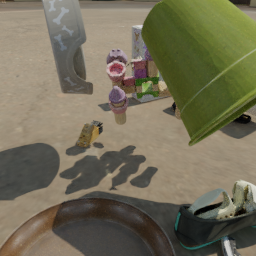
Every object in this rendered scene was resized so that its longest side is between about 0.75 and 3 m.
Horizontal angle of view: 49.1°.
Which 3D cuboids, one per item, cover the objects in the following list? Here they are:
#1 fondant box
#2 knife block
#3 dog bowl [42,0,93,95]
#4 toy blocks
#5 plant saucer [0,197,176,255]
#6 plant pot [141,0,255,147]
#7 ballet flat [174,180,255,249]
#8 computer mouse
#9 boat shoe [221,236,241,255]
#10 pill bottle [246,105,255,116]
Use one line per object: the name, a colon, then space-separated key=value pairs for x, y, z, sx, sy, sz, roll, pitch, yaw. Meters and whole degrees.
fondant box: x=1.179 y=-2.532 z=10.781 sx=1.991 sy=2.760 sz=0.804 roll=-15 pitch=32 yaw=-25
knife block: x=-1.076 y=0.195 z=8.395 sx=0.303 sy=0.831 sz=0.947 roll=12 pitch=75 yaw=23
dog bowl: x=-1.387 y=-1.891 z=6.398 sx=0.707 sy=2.411 sz=2.411 roll=-12 pitch=30 yaw=-12
toy blocks: x=0.422 y=-1.382 z=6.470 sx=1.940 sy=1.748 sz=2.076 roll=-5 pitch=59 yaw=1
plant saucer: x=-0.682 y=2.217 z=4.384 sx=2.861 sy=0.459 sz=2.861 roll=1 pitch=28 yaw=0
plant pot: x=1.359 y=-1.198 z=4.694 sx=2.253 sy=2.253 sz=2.139 roll=-24 pitch=75 yaw=-37
ballet flat: x=1.994 y=1.491 z=5.183 sx=2.467 sy=0.844 sz=0.839 roll=-11 pitch=9 yaw=-21
computer mouse: x=2.855 y=-0.643 z=9.716 sx=2.707 sy=0.461 sz=0.793 roll=11 pitch=29 yaw=19
boat shoe: x=1.774 y=2.160 z=4.698 sx=0.279 sy=0.294 sz=0.841 roll=2 pitch=21 yaw=7
pill bottle: x=3.380 y=-1.440 z=9.468 sx=1.667 sy=1.667 sz=2.915 roll=-23 pitch=37 yaw=-36
